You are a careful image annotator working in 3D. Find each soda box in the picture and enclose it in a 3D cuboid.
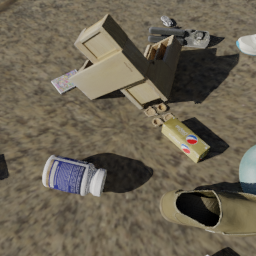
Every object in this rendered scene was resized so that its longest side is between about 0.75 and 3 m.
[{"bbox_3d":[1.700,0.329,8.413,0.477,0.504,1.490,-36,63,-22],"label":"soda box"}]

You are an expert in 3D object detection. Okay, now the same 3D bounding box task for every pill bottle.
[{"bbox_3d":[-1.383,1.286,7.415,1.523,0.881,0.881,13,57,5],"label":"pill bottle"}]

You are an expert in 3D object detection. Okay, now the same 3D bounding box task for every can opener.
[{"bbox_3d":[2.033,-3.641,11.177,2.415,0.644,0.808,8,24,6],"label":"can opener"}]

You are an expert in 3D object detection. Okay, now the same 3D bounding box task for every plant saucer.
[{"bbox_3d":[4.438,1.397,7.619,2.644,0.509,2.644,1,59,-2],"label":"plant saucer"}]

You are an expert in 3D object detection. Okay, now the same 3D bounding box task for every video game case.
[{"bbox_3d":[-2.131,-1.666,10.020,1.002,0.090,0.717,-31,61,-20],"label":"video game case"}]

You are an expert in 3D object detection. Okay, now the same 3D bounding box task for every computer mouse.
[{"bbox_3d":[1.719,-4.414,11.839,0.474,0.190,0.865,-30,66,-13],"label":"computer mouse"}]

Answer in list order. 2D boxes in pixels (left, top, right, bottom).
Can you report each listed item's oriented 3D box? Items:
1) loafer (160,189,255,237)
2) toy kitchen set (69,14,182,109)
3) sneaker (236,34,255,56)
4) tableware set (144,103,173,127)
[{"bbox_3d":[2.198,2.014,6.613,2.847,0.960,1.082,2,75,2],"label":"loafer"},{"bbox_3d":[-0.242,-2.443,9.281,2.446,2.998,2.705,-15,44,42],"label":"toy kitchen set"},{"bbox_3d":[5.351,-3.392,10.673,2.366,0.956,0.905,-4,57,-2],"label":"sneaker"},{"bbox_3d":[1.036,-0.430,9.170,0.785,0.109,0.939,-24,59,-15],"label":"tableware set"}]
